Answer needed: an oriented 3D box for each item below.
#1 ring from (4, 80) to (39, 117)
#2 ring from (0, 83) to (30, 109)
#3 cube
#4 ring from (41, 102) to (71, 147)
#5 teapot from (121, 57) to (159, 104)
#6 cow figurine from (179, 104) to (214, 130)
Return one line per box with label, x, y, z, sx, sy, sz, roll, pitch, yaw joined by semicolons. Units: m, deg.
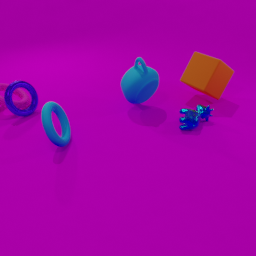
ring;-3.114;-0.864;8.232;0.213;1.065;1.065;-3;25;39
ring;-3.672;-0.999;8.685;1.249;0.250;1.249;24;24;-12
cube;2.494;-1.643;8.856;1.024;1.024;1.024;16;15;-46
ring;-1.758;-0.093;6.926;0.231;1.154;1.154;-16;30;12
teapot;0.286;-1.323;8.423;1.211;1.948;0.954;-33;66;-24
cow figurine;1.915;-0.298;7.837;0.960;0.536;0.976;1;34;9
